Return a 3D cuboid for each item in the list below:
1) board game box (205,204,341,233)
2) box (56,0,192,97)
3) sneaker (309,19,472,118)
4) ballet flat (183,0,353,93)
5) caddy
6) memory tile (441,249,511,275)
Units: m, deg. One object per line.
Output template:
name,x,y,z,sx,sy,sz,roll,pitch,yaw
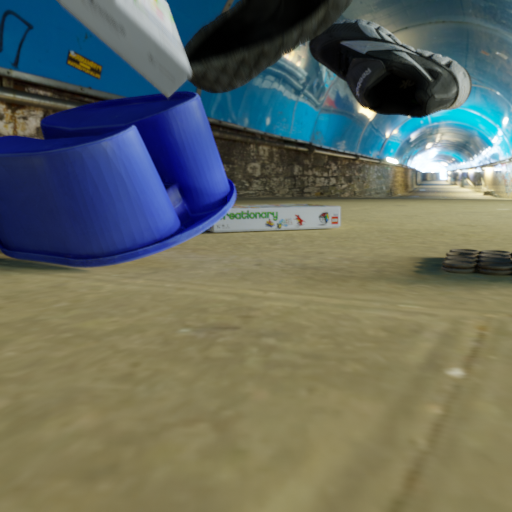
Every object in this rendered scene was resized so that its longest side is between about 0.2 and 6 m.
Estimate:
board game box,0.187,-1.149,16.419,3.892,0.673,2.457,-3,7,-22
box,-1.193,-2.211,4.799,1.250,0.330,1.604,36,23,-39
sneaker,2.072,-3.333,10.006,3.256,1.082,1.473,34,50,27
ballet flat,0.285,-3.097,7.045,3.034,1.008,0.862,-36,-8,25
caddy,-2.752,-1.225,10.271,4.958,2.602,3.505,6,32,36
memory tile,3.854,0.100,9.050,1.575,0.172,2.054,3,9,23
